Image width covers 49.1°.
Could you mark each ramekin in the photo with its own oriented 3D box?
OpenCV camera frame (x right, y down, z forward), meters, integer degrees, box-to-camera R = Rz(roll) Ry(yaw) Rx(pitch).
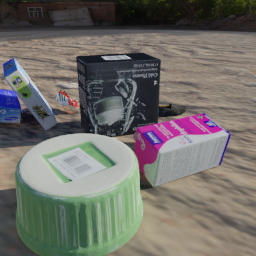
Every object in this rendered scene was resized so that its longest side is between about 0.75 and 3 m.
[{"bbox_3d":[-0.840,1.006,4.916,2.265,1.106,2.265,1,26,-1],"label":"ramekin"}]

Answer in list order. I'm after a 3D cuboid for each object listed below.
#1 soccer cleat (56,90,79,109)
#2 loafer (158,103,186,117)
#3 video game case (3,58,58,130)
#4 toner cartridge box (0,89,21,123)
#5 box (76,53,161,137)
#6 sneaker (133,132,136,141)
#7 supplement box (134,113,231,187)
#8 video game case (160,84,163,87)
[{"bbox_3d":[-2.220,-0.935,10.207,1.184,0.504,0.406,39,16,30],"label":"soccer cleat"},{"bbox_3d":[1.525,-0.652,9.732,1.112,0.402,0.405,-10,30,-16],"label":"loafer"},{"bbox_3d":[-3.146,-1.140,8.944,0.493,1.966,2.169,-34,32,-8],"label":"video game case"},{"bbox_3d":[-4.363,-0.811,9.572,1.153,0.524,2.428,2,19,-26],"label":"toner cartridge box"},{"bbox_3d":[-0.299,-1.021,8.364,2.204,2.167,1.366,-8,26,-18],"label":"box"},{"bbox_3d":[0.556,0.213,7.565,0.951,0.387,0.420,-10,12,22],"label":"sneaker"},{"bbox_3d":[1.189,0.446,6.345,1.915,0.990,0.969,-14,39,-24],"label":"supplement box"},{"bbox_3d":[1.137,-2.076,12.922,0.871,0.076,0.623,12,14,-13],"label":"video game case"}]
